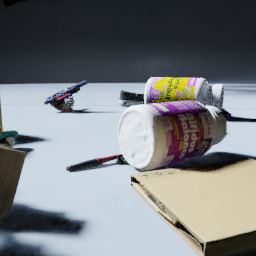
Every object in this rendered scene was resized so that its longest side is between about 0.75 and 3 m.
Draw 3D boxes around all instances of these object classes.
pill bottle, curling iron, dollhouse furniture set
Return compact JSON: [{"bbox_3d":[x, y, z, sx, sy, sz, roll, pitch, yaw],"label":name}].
[{"bbox_3d":[0.941,0.068,5.420,2.079,1.167,1.167,-9,14,-35],"label":"pill bottle"},{"bbox_3d":[-0.518,0.627,5.196,1.269,0.162,0.315,-5,12,-25],"label":"curling iron"},{"bbox_3d":[-2.730,0.689,3.187,1.924,1.458,2.195,8,-9,34],"label":"dollhouse furniture set"},{"bbox_3d":[2.234,-1.238,11.164,2.924,1.524,1.524,5,12,23],"label":"pill bottle"}]

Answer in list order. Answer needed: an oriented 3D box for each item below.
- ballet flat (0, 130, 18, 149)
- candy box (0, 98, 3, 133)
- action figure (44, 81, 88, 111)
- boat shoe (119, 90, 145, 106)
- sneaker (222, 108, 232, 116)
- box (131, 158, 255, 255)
[{"bbox_3d":[-2.756,0.392,5.952,0.478,0.457,1.358,30,21,17],"label":"ballet flat"},{"bbox_3d":[-4.536,-0.368,7.296,2.249,1.298,0.622,-9,14,-39],"label":"candy box"},{"bbox_3d":[-2.764,-1.367,13.086,2.157,1.128,2.086,-27,22,-9],"label":"action figure"},{"bbox_3d":[1.009,-1.577,14.637,2.988,0.846,1.026,-1,11,-6],"label":"boat shoe"},{"bbox_3d":[3.838,-0.656,11.328,0.288,0.320,0.821,-6,12,-30],"label":"sneaker"},{"bbox_3d":[1.413,0.873,3.731,2.273,0.242,1.858,-4,12,-20],"label":"box"}]
